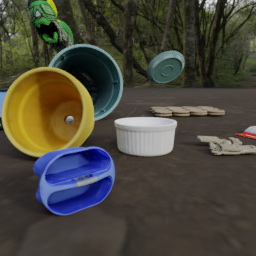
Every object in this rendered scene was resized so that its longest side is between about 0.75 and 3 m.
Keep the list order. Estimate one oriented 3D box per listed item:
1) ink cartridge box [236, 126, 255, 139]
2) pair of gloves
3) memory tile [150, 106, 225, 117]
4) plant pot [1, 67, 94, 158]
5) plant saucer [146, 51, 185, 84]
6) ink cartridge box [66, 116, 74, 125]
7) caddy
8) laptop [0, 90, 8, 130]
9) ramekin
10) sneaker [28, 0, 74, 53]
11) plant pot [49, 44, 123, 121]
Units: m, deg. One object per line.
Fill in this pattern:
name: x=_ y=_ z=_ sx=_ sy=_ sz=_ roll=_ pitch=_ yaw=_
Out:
ink cartridge box: x=3.473 y=0.105 z=7.534 sx=0.894 sy=0.224 sz=0.725 roll=-2 pitch=9 yaw=-24
pair of gloves: x=2.102 y=0.380 z=6.043 sx=0.974 sy=0.201 sz=1.145 roll=2 pitch=12 yaw=-9
memory tile: x=2.484 y=-0.725 z=12.182 sx=2.927 sy=0.246 sz=2.244 roll=-1 pitch=10 yaw=-3
plant pot: x=-1.434 y=-0.226 z=5.830 sx=1.679 sy=1.679 sz=1.579 roll=1 pitch=-6 yaw=8
plant saucer: x=1.430 y=-2.180 z=10.400 sx=1.511 sy=1.511 sz=0.207 roll=-4 pitch=51 yaw=-23
ink cartridge box: x=-1.846 y=-0.021 z=7.290 sx=1.282 sy=0.537 sz=0.930 roll=3 pitch=10 yaw=17
caddy: x=-0.616 y=0.595 z=3.328 sx=1.018 sy=0.720 sz=0.535 roll=-10 pitch=10 yaw=-42
laptop: x=-3.566 y=-0.675 z=9.322 sx=1.950 sy=1.136 sz=2.200 roll=-4 pitch=10 yaw=-17
ramekin: x=0.367 y=0.161 z=5.976 sx=1.314 sy=0.640 sz=1.314 roll=1 pitch=10 yaw=0
sneaker: x=-2.837 y=-3.463 z=10.408 sx=1.115 sy=1.217 sz=2.857 roll=-12 pitch=-18 yaw=8
plant pot: x=-1.895 y=-1.634 z=11.174 sx=2.749 sy=2.749 sz=2.692 roll=-3 pitch=3 yaw=-18
